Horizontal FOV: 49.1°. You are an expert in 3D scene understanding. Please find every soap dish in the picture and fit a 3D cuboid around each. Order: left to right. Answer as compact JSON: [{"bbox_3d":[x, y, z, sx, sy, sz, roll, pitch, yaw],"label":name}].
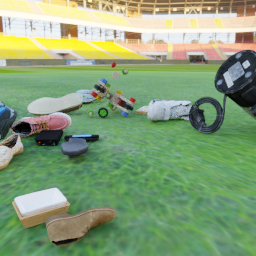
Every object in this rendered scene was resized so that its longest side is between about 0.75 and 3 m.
[{"bbox_3d":[-1.528,1.391,4.923,0.840,0.341,0.661,-10,17,-32],"label":"soap dish"}]

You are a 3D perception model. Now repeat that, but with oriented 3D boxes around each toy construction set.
[{"bbox_3d":[-0.723,-1.764,13.302,2.115,2.536,1.949,7,9,-8],"label":"toy construction set"}]

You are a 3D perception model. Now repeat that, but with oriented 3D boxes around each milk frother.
[{"bbox_3d":[4.225,-0.780,10.425,2.797,2.684,2.974,31,-34,-28],"label":"milk frother"}]

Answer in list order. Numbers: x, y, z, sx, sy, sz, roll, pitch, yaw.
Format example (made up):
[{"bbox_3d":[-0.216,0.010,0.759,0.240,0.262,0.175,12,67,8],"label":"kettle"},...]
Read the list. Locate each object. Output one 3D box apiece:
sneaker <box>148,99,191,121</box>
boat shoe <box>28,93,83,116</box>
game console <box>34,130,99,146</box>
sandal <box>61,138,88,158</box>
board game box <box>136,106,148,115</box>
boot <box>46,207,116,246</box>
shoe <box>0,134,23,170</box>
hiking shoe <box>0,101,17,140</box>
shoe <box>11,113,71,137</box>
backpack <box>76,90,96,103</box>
[{"bbox_3d":[1.896,-0.776,12.062,1.412,0.923,2.456,6,12,32],"label":"sneaker"},{"bbox_3d":[-3.396,-1.006,13.307,2.535,0.911,0.754,-15,-24,-14],"label":"boat shoe"},{"bbox_3d":[-1.990,0.290,9.353,2.053,0.247,1.211,-1,15,-5],"label":"game console"},{"bbox_3d":[-1.479,0.603,8.065,0.703,0.396,1.848,6,5,-3],"label":"sandal"},{"bbox_3d":[0.979,-0.903,14.070,0.722,0.227,1.512,7,13,20],"label":"board game box"},{"bbox_3d":[-0.692,1.562,4.431,1.127,0.415,0.425,-7,40,-23],"label":"boot"},{"bbox_3d":[-3.331,0.598,7.429,0.666,0.509,1.906,13,13,-2],"label":"shoe"},{"bbox_3d":[-4.252,-0.414,8.370,1.213,1.041,2.798,30,-6,-39],"label":"hiking shoe"},{"bbox_3d":[-3.081,-0.071,9.948,1.997,0.713,0.908,-4,16,6],"label":"shoe"},{"bbox_3d":[-2.553,-1.857,16.522,1.080,1.018,1.324,12,31,18],"label":"backpack"}]
